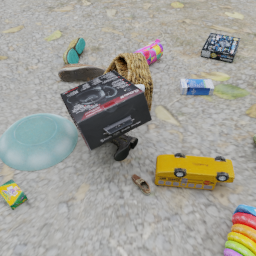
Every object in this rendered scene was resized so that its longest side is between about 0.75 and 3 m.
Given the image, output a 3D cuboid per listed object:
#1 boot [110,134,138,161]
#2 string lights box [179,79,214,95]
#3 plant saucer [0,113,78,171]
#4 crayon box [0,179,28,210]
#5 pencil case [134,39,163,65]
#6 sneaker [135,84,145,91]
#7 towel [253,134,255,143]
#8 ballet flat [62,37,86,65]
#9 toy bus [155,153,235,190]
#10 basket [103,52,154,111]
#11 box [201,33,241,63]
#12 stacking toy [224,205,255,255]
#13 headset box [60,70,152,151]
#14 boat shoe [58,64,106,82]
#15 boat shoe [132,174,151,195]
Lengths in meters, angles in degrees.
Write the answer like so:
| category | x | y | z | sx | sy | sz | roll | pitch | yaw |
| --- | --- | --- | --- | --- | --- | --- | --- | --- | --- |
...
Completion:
| category | x | y | z | sx | sy | sz | roll | pitch | yaw |
| --- | --- | --- | --- | --- | --- | --- | --- | --- | --- |
| boot | -0.422 | 0.538 | 9.919 | 1.191 | 0.474 | 1.368 | 23 | 41 | 27 |
| string lights box | 3.017 | -1.817 | 12.363 | 1.383 | 0.408 | 0.711 | 1 | 44 | 1 |
| plant saucer | -3.277 | 0.256 | 10.099 | 2.882 | 0.555 | 2.882 | 0 | 44 | 0 |
| crayon box | -3.500 | 1.996 | 8.465 | 0.867 | 0.252 | 0.515 | 34 | 53 | 30 |
| pencil case | 0.779 | -3.539 | 13.780 | 1.002 | 1.002 | 2.268 | 31 | 53 | 28 |
| sneaker | 0.281 | -0.968 | 10.296 | 0.471 | 1.330 | 0.486 | 1 | 20 | -13 |
| towel | 5.763 | 0.700 | 9.070 | 2.907 | 0.530 | 2.157 | 5 | 17 | 9 |
| ballet flat | -2.863 | -3.748 | 14.193 | 0.912 | 0.912 | 2.579 | 7 | 45 | 7 |
| toy bus | 2.006 | 1.364 | 8.656 | 2.299 | 0.900 | 0.748 | 4 | 42 | 5 |
| basket | -0.186 | -1.957 | 11.466 | 1.931 | 1.850 | 2.592 | -6 | 44 | -8 |
| box | 4.956 | -4.326 | 14.944 | 1.672 | 0.484 | 2.104 | 17 | 46 | 17 |
| stacking toy | 2.800 | 3.071 | 6.923 | 1.220 | 1.154 | 2.102 | 31 | 64 | 25 |
| headset box | -0.711 | -0.614 | 8.487 | 2.034 | 1.055 | 2.733 | -27 | 34 | -11 |
| boat shoe | -2.099 | -2.669 | 12.990 | 2.203 | 0.834 | 0.791 | 1 | 42 | -2 |
| boat shoe | 0.425 | 1.705 | 8.736 | 0.322 | 0.306 | 0.852 | -29 | 51 | -27 |
